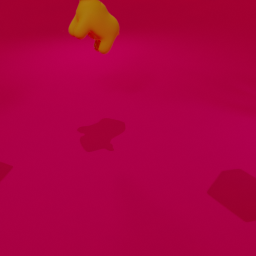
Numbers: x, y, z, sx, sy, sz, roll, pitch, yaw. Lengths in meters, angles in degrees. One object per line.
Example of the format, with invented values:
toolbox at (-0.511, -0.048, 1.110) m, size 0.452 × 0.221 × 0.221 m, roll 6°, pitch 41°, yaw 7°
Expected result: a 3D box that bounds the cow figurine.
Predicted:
cow figurine at (-0.810, -2.959, 7.027) m, size 1.728 × 1.700 × 0.949 m, roll 24°, pitch 10°, yaw -34°
